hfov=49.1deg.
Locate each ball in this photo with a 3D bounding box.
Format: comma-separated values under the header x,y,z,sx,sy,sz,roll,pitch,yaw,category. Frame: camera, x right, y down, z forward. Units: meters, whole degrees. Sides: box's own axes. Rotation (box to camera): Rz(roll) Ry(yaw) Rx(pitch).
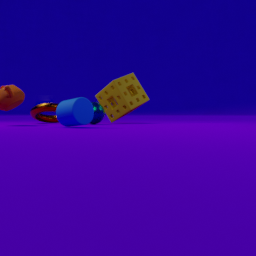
x,y,z,sx,sy,sz,roll,pitch,yaw,category
-1.249,-0.538,10.121,0.816,0.816,0.816,0,3,0,ball

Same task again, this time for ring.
x,y,z,sx,sy,sz,roll,pitch,yaw,category
-3.079,-0.588,11.334,1.682,0.336,1.682,-4,-17,-1,ring

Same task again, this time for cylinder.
x,y,z,sx,sy,sz,roll,pitch,yaw,category
-1.477,-0.434,7.812,0.761,0.761,0.761,-5,-1,40,cylinder

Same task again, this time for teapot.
x,y,z,sx,sy,sz,roll,pitch,yaw,category
-3.959,-1.035,9.265,0.953,0.751,1.533,-34,2,-27,teapot

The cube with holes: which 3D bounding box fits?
x,y,z,sx,sy,sz,roll,pitch,yaw,category
-0.235,-1.256,11.639,1.327,1.327,1.327,-31,0,45,cube with holes
